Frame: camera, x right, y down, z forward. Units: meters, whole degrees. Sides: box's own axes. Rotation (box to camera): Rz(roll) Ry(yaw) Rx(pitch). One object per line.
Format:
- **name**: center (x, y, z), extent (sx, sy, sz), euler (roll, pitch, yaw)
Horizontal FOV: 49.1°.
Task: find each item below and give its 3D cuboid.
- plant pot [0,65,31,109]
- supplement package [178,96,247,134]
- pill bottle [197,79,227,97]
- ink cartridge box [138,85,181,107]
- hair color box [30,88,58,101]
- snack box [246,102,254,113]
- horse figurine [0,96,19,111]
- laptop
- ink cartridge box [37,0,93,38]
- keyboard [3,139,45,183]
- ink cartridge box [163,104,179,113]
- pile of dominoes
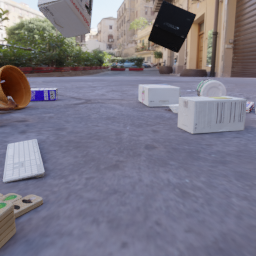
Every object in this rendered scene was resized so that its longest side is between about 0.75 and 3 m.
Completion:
- **plant pot**: center (-5.450, -1.656, 12.402), extent (1.336, 1.909, 1.909), euler (-14, 8, 19)
- **supplement package**: center (2.506, -0.436, 8.428), extent (1.747, 0.957, 0.994), euler (-3, 13, -17)
- **pill bottle**: center (4.157, -1.858, 14.218), extent (1.209, 1.209, 2.137), euler (1, 12, 5)
- **ink cartridge box**: center (1.504, -1.646, 13.891), extent (1.575, 0.922, 2.179), euler (-2, 14, -10)
- **hair color box**: center (-4.947, -1.848, 15.463), extent (2.024, 0.656, 1.106), euler (-4, 12, -8)
- **snack box**: center (5.047, -0.942, 12.307), extent (0.729, 0.246, 2.027), euler (7, 14, 27)
- **horse figurine**: center (-5.724, -1.043, 10.724), extent (0.628, 1.667, 2.516), euler (-44, -7, 33)
- **laptop**: center (1.301, -3.028, 8.483), extent (1.065, 1.138, 0.659), euler (23, 12, -1)
- **ink cartridge box**: center (-1.436, -3.365, 6.873), extent (0.744, 1.795, 1.317), euler (-3, -17, 19)
- **keyboard**: center (-2.164, 0.592, 5.785), extent (0.670, 0.127, 2.379), euler (-5, 13, -20)
- **ink cartridge box**: center (2.334, -0.824, 11.797), extent (1.238, 0.383, 1.526), euler (-7, 6, -25)
- **pile of dominoes**: center (-2.519, 1.012, 3.310), extent (2.457, 0.391, 1.915), euler (3, 13, 11)
